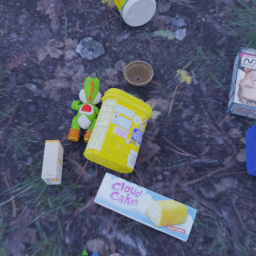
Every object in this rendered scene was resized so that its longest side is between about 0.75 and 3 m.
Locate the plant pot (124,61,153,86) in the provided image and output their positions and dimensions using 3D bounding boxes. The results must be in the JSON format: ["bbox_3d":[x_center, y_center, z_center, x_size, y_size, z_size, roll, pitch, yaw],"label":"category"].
[{"bbox_3d":[0.424,-2.145,11.597,1.191,0.550,1.191,0,64,-1],"label":"plant pot"}]

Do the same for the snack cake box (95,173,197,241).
[{"bbox_3d":[0.510,2.460,8.710,2.838,1.632,0.954,21,75,9],"label":"snack cake box"}]

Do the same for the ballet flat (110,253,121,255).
[{"bbox_3d":[-0.803,4.723,8.134,0.755,0.777,2.184,41,70,-1],"label":"ballet flat"}]

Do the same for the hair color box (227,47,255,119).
[{"bbox_3d":[4.954,-1.827,11.275,1.409,0.853,2.818,14,65,7],"label":"hair color box"}]

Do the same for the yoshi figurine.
[{"bbox_3d":[-1.516,-0.660,10.738,1.393,1.399,2.489,-2,74,44],"label":"yoshi figurine"}]

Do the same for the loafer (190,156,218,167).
[{"bbox_3d":[2.721,1.194,10.139,1.046,0.376,0.329,-1,45,-7],"label":"loafer"}]

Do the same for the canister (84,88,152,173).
[{"bbox_3d":[-0.337,0.126,9.966,1.874,1.092,2.524,26,66,-19],"label":"canister"}]

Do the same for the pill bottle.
[{"bbox_3d":[0.041,-6.272,13.003,1.607,1.607,2.850,-20,66,-9],"label":"pill bottle"}]

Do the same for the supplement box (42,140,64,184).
[{"bbox_3d":[-2.621,1.211,9.805,0.498,0.854,1.356,-1,63,-2],"label":"supplement box"}]

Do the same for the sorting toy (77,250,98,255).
[{"bbox_3d":[-1.442,4.501,8.591,0.850,0.206,1.509,26,67,16],"label":"sorting toy"}]

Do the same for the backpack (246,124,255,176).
[{"bbox_3d":[5.455,0.818,9.433,2.322,1.948,1.887,9,72,0],"label":"backpack"}]
